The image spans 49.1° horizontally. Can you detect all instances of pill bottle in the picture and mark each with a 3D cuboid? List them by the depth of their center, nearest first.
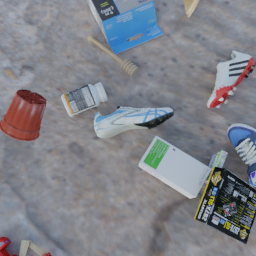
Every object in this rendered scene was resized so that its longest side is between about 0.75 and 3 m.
[{"bbox_3d":[-1.358,-0.923,8.831,1.310,0.762,0.762,-23,76,-6],"label":"pill bottle"}]

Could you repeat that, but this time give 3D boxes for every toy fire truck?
[{"bbox_3d":[-2.991,3.557,7.836,1.145,0.396,1.624,-43,78,-11],"label":"toy fire truck"}]

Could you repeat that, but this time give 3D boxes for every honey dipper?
[{"bbox_3d":[-0.566,-2.515,9.439,2.141,0.407,0.407,40,79,11],"label":"honey dipper"}]

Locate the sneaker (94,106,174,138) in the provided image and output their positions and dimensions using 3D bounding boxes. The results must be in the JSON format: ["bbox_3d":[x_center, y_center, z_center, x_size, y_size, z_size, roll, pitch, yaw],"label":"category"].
[{"bbox_3d":[0.179,-0.351,8.623,2.501,0.899,0.907,-11,74,-5],"label":"sneaker"}]

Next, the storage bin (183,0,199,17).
[{"bbox_3d":[0.662,-4.057,7.072,2.273,1.065,2.256,13,49,-14],"label":"storage bin"}]

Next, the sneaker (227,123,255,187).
[{"bbox_3d":[3.596,0.887,7.966,2.080,0.838,1.523,44,39,5],"label":"sneaker"}]

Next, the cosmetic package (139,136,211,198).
[{"bbox_3d":[1.347,1.166,8.264,1.853,0.786,0.997,30,75,9],"label":"cosmetic package"}]

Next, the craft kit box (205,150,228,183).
[{"bbox_3d":[2.531,1.159,8.203,0.221,0.901,0.913,24,77,9],"label":"craft kit box"}]

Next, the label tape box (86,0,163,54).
[{"bbox_3d":[-0.185,-4.144,9.610,1.933,0.892,2.698,-25,75,-6],"label":"label tape box"}]

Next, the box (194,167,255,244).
[{"bbox_3d":[2.804,2.130,7.660,1.911,0.471,1.526,32,77,-29],"label":"box"}]

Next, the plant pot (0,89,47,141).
[{"bbox_3d":[-2.417,-0.343,6.614,0.961,0.961,0.935,31,111,8],"label":"plant pot"}]

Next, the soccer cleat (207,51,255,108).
[{"bbox_3d":[3.142,-1.583,9.040,0.995,0.801,2.336,39,76,20],"label":"soccer cleat"}]
